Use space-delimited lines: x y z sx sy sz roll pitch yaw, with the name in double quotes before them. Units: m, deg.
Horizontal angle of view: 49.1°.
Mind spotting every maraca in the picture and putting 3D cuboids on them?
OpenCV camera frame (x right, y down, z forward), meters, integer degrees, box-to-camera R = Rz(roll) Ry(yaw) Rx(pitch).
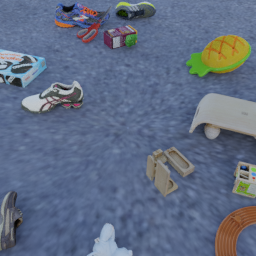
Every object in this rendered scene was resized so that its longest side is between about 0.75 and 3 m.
"maraca" 3.382 -2.680 10.547 2.344 1.254 1.607 -20 46 14

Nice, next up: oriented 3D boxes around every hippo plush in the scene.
"hippo plush" -0.260 2.319 5.414 0.724 0.901 0.717 23 69 11

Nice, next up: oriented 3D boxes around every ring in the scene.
"ring" 2.940 2.552 5.570 2.327 0.223 2.327 1 43 0

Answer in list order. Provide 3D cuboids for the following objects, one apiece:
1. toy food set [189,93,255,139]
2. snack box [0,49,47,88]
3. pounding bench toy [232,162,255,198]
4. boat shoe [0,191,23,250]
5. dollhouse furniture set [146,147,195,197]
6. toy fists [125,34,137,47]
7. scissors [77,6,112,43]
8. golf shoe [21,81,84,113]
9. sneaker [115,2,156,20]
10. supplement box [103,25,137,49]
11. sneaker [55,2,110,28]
"toy food set" 3.267 -0.079 8.121 2.687 0.812 1.928 16 33 14
"snack box" -4.618 -2.344 10.643 2.559 0.475 1.487 14 45 14
"pounding bench toy" 3.023 1.258 6.735 0.839 0.521 0.655 14 44 14
"boat shoe" -2.509 1.987 6.059 0.471 0.478 1.284 3 51 -10
"dollhouse furniture set" 1.062 0.806 6.925 1.127 0.918 1.072 -23 48 -23
"toy fists" 0.122 -3.677 11.819 0.447 0.876 0.301 -6 86 -7
"scissors" -1.330 -4.863 13.084 0.950 0.181 2.596 32 67 32
"golf shoe" -2.444 -1.044 8.971 2.013 0.887 0.777 -9 45 -8
"sneaker" 0.338 -5.905 14.365 2.181 0.806 0.883 5 49 17
"supplement box" -0.337 -4.022 12.378 1.326 0.568 0.732 -22 47 -22
"sneaker" -2.257 -5.506 13.606 2.738 1.074 1.031 -1 44 -1
